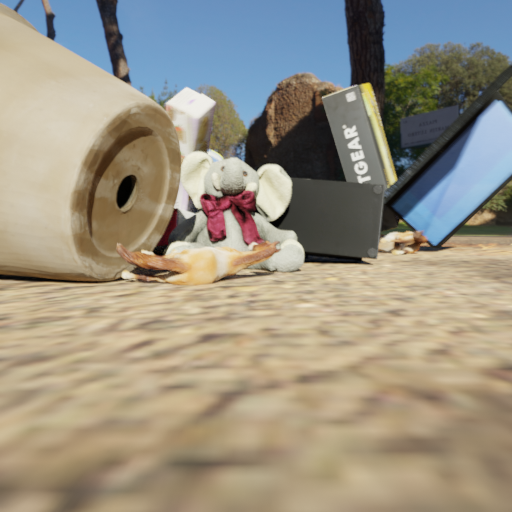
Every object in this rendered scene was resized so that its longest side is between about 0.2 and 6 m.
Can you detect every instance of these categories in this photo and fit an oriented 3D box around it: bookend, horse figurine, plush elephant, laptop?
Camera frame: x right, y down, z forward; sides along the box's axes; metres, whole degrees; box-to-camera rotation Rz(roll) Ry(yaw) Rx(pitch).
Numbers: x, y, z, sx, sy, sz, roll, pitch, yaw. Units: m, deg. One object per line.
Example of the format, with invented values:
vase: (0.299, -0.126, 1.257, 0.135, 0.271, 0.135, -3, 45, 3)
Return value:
bookend: (0.763, -0.488, 8.480, 2.176, 1.002, 2.163, 6, -2, 12)
horse figurine: (-0.545, 0.055, 5.044, 0.975, 0.367, 1.472, 2, 3, 33)
plush elephant: (-0.283, -0.560, 6.702, 1.525, 1.433, 1.851, 0, 3, -5)
laptop: (3.725, -1.456, 9.837, 1.665, 2.856, 3.223, 44, 14, 5)
horse figurine: (2.626, -0.263, 11.044, 1.248, 0.470, 1.884, -10, 6, -41)

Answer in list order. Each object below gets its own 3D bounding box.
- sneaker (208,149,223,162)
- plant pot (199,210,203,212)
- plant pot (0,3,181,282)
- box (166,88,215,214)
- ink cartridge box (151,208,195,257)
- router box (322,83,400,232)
sneaker: (-1.386, -1.845, 10.922, 1.778, 0.731, 0.657, 18, -31, -32)
plant pot: (-1.006, -0.848, 13.389, 1.744, 1.630, 1.630, -7, -1, 26)
plant pot: (-2.109, -0.860, 5.201, 2.381, 2.744, 2.744, 19, 9, 19)
box: (-0.994, -1.170, 7.746, 0.459, 2.370, 0.491, 30, 51, 11)
ink cartridge box: (-1.385, -0.287, 7.635, 1.210, 0.507, 1.062, -6, -12, 31)
router box: (2.386, -2.160, 12.063, 0.769, 2.945, 2.315, -14, 13, 22)
